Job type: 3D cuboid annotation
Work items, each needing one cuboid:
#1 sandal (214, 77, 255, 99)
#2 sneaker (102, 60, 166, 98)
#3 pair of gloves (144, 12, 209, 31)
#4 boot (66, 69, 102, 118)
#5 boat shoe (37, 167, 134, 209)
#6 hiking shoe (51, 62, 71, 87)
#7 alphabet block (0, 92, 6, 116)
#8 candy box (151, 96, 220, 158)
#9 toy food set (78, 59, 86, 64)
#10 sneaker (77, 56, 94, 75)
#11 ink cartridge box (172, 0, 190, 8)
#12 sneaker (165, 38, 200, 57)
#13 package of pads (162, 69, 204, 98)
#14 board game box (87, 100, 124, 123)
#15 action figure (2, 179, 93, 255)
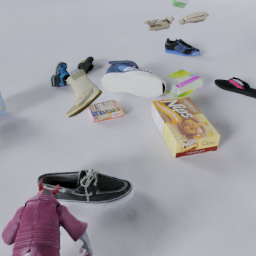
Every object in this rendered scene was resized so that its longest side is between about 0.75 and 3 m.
[{"bbox_3d":[4.805,-1.815,11.965,2.221,0.501,0.834,25,42,30],"label":"sandal"},{"bbox_3d":[0.426,-2.350,12.144,2.842,1.145,2.081,7,40,18],"label":"sneaker"},{"bbox_3d":[1.706,-3.719,9.668,2.086,0.366,1.774,-4,16,21],"label":"pair of gloves"},{"bbox_3d":[-1.324,-0.879,7.193,1.103,0.853,0.398,-40,-3,6],"label":"boot"},{"bbox_3d":[-1.057,1.430,7.126,2.429,0.830,0.897,2,36,3],"label":"boat shoe"},{"bbox_3d":[-2.948,-2.397,12.780,0.751,0.644,1.731,7,46,-1],"label":"hiking shoe"},{"bbox_3d":[-5.348,-0.893,10.140,1.150,1.129,1.123,9,35,13],"label":"alphabet block"},{"bbox_3d":[1.821,-0.133,9.436,1.439,0.689,2.493,-8,36,-11],"label":"candy box"},{"bbox_3d":[-2.211,-3.383,14.437,0.442,0.245,0.751,-9,26,31],"label":"toy food set"},{"bbox_3d":[-1.936,-3.086,13.853,0.741,0.427,1.421,20,45,26],"label":"sneaker"},{"bbox_3d":[1.952,-4.841,9.601,0.493,1.126,0.818,3,67,-22],"label":"ink cartridge box"},{"bbox_3d":[2.996,-4.471,15.445,2.016,0.785,0.707,12,37,17],"label":"sneaker"},{"bbox_3d":[2.247,-1.942,12.094,1.638,0.559,1.266,-27,43,-32],"label":"package of pads"},{"bbox_3d":[-0.867,-0.656,10.533,1.185,0.274,0.898,-13,38,-18],"label":"board game box"},{"bbox_3d":[-1.777,2.168,5.119,1.998,2.221,2.983,-7,50,0],"label":"action figure"}]
